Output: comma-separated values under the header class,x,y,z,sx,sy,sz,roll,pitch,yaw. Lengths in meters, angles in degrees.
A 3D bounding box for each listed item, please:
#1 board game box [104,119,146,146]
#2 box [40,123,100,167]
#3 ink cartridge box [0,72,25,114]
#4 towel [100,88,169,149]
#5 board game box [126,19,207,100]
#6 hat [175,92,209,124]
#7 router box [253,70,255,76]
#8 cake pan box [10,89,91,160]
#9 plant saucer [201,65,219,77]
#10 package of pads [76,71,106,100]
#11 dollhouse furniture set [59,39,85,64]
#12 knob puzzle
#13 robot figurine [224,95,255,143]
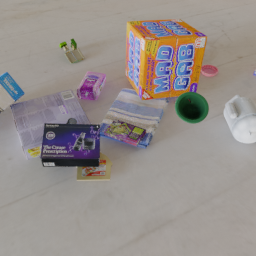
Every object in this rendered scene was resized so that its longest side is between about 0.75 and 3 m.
class,x,y,z,sx,sy,sz,roll,pitch,yaw
board game box,-0.099,0.154,10.221,1.340,0.216,0.804,19,44,22
box,-1.842,0.560,9.194,1.824,0.719,1.287,1,58,-8
ink cartridge box,-5.447,-0.794,10.399,1.872,1.081,2.564,-11,31,41
towel,0.243,-0.533,11.219,2.203,0.357,2.999,14,46,15
board game box,1.435,-2.969,11.874,2.502,2.501,2.504,-8,37,-14
hat,1.598,-0.422,7.171,0.949,0.836,0.786,25,83,3
router box,6.704,-2.690,13.525,0.987,0.241,0.886,27,50,25
cake pan box,-2.963,-0.300,10.729,2.541,0.722,2.759,-18,47,-20
plant saucer,3.947,-2.773,13.630,0.872,0.221,0.872,0,45,0
package of pads,-1.612,-1.909,12.479,0.919,0.577,1.525,7,44,11
dollhouse furniture set,-2.937,-3.890,14.736,0.864,0.662,1.319,-29,79,-19
knob puzzle,-1.132,1.284,9.449,1.362,0.189,1.362,0,44,0
robot figurine,4.308,-0.299,10.342,1.810,1.205,2.134,24,38,-25
